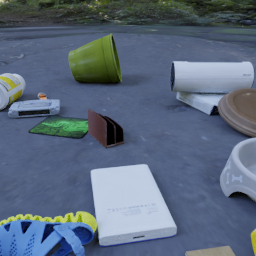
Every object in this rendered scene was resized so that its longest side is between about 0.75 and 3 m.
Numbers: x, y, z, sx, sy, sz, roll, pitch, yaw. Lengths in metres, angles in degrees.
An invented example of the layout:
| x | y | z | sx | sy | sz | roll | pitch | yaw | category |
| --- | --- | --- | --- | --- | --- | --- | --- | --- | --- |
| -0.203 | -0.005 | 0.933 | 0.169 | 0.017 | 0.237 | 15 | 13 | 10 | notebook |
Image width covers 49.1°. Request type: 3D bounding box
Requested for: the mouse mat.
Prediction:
| x | y | z | sx | sy | sz | roll | pitch | yaw | category |
| --- | --- | --- | --- | --- | --- | --- | --- | --- | --- |
| -2.095 | -0.067 | 9.171 | 1.840 | 0.069 | 1.481 | 7 | 25 | 13 | mouse mat |

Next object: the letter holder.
| x | y | z | sx | sy | sz | roll | pitch | yaw | category |
| --- | --- | --- | --- | --- | --- | --- | --- | --- | --- |
| -0.674 | -0.086 | 8.237 | 0.609 | 0.860 | 1.210 | -14 | 28 | -28 | letter holder |

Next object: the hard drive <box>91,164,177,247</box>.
| x | y | z | sx | sy | sz | roll | pitch | yaw | category |
| --- | --- | --- | --- | --- | --- | --- | --- | --- | --- |
| -0.005 | 1.429 | 5.645 | 1.340 | 0.258 | 2.031 | -5 | 25 | -10 | hard drive |

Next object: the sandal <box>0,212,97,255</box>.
| x | y | z | sx | sy | sz | roll | pitch | yaw | category |
| --- | --- | --- | --- | --- | --- | --- | --- | --- | --- |
| -1.359 | 1.796 | 4.349 | 1.802 | 0.716 | 0.785 | -6 | 27 | -10 | sandal |

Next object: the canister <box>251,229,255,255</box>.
| x | y | z | sx | sy | sz | roll | pitch | yaw | category |
| --- | --- | --- | --- | --- | --- | --- | --- | --- | --- |
| 2.383 | 1.743 | 4.525 | 0.855 | 0.635 | 0.370 | -21 | 10 | -35 | canister |

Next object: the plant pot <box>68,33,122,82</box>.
| x | y | z | sx | sy | sz | roll | pitch | yaw | category |
| --- | --- | --- | --- | --- | --- | --- | --- | --- | --- |
| -1.638 | -3.220 | 13.831 | 2.251 | 2.338 | 2.338 | -11 | 24 | 6 | plant pot |

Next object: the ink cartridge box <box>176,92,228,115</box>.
| x | y | z | sx | sy | sz | roll | pitch | yaw | category |
| --- | --- | --- | --- | --- | --- | --- | --- | --- | --- |
| 3.766 | -1.174 | 10.970 | 2.690 | 0.547 | 2.695 | -14 | 29 | -25 | ink cartridge box |

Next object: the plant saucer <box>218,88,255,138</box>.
| x | y | z | sx | sy | sz | roll | pitch | yaw | category |
| --- | --- | --- | --- | --- | --- | --- | --- | --- | --- |
| 4.331 | -0.565 | 9.112 | 2.715 | 0.400 | 2.715 | 3 | 38 | -3 | plant saucer |

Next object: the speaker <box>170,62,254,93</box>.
| x | y | z | sx | sy | sz | roll | pitch | yaw | category |
| --- | --- | --- | --- | --- | --- | --- | --- | --- | --- |
| 3.069 | -1.907 | 10.568 | 2.919 | 1.185 | 1.185 | 0 | 25 | 1 | speaker |

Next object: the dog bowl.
| x | y | z | sx | sy | sz | roll | pitch | yaw | category |
| --- | --- | --- | --- | --- | --- | --- | --- | --- | --- |
| 3.377 | 1.030 | 5.915 | 2.665 | 0.782 | 2.665 | -1 | 25 | 0 | dog bowl |

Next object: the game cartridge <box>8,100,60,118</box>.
| x | y | z | sx | sy | sz | roll | pitch | yaw | category |
| --- | --- | --- | --- | --- | --- | --- | --- | --- | --- |
| -3.384 | -0.742 | 10.303 | 1.724 | 0.358 | 1.148 | -5 | 19 | -9 | game cartridge |

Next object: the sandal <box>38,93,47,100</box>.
| x | y | z | sx | sy | sz | roll | pitch | yaw | category |
| --- | --- | --- | --- | --- | --- | --- | --- | --- | --- |
| -3.562 | -1.334 | 11.704 | 0.324 | 0.242 | 0.845 | -12 | 27 | -25 | sandal |

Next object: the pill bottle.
| x | y | z | sx | sy | sz | roll | pitch | yaw | category |
| --- | --- | --- | --- | --- | --- | --- | --- | --- | --- |
| -4.846 | -1.508 | 11.035 | 1.141 | 1.141 | 2.050 | 2 | 23 | 4 | pill bottle |

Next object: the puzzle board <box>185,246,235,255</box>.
| x | y | z | sx | sy | sz | roll | pitch | yaw | category |
| --- | --- | --- | --- | --- | --- | --- | --- | --- | --- |
| 1.387 | 2.217 | 4.150 | 0.767 | 0.088 | 1.017 | -3 | 25 | -9 | puzzle board |
